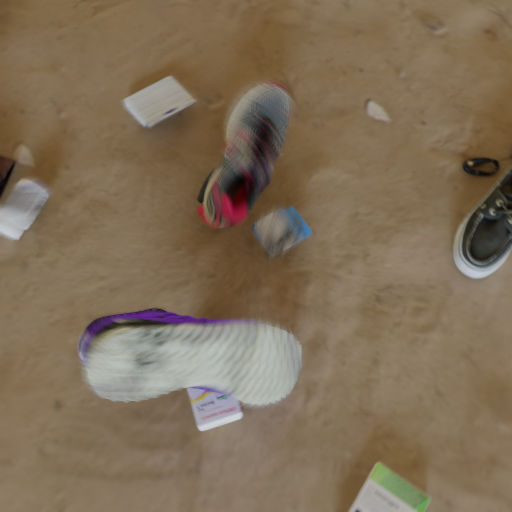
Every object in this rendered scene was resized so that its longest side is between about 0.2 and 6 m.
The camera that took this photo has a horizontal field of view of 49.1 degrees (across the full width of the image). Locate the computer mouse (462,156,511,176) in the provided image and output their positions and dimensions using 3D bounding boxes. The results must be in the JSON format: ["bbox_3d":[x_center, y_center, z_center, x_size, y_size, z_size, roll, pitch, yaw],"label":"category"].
[{"bbox_3d":[4.884,-1.962,10.699,1.969,0.335,0.577,-19,68,-8],"label":"computer mouse"}]

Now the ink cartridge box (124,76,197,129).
[{"bbox_3d":[-1.884,-2.999,11.120,1.121,0.228,1.123,-32,57,-14],"label":"ink cartridge box"}]

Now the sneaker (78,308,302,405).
[{"bbox_3d":[-0.953,1.326,8.270,3.403,1.692,1.183,11,93,-32],"label":"sneaker"}]

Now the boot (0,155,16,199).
[{"bbox_3d":[-5.657,-2.030,10.610,2.189,0.952,2.632,14,61,-9],"label":"boot"}]

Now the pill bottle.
[{"bbox_3d":[-4.222,-0.831,10.047,0.557,0.557,0.978,21,69,9],"label":"pill bottle"}]

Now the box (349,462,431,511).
[{"bbox_3d":[1.835,3.801,8.121,0.901,0.227,1.248,33,71,14],"label":"box"}]

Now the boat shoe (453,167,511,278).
[{"bbox_3d":[4.405,-0.832,9.926,0.948,0.782,2.762,34,70,14],"label":"boat shoe"}]

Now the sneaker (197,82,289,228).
[{"bbox_3d":[-0.031,-1.740,9.783,1.121,1.038,2.781,24,81,-23],"label":"sneaker"}]

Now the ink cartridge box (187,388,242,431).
[{"bbox_3d":[-0.687,2.142,8.770,0.703,0.408,0.971,-16,66,-7],"label":"ink cartridge box"}]

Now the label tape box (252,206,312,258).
[{"bbox_3d":[0.465,-0.472,9.727,0.888,0.281,0.641,-32,75,-13],"label":"label tape box"}]
